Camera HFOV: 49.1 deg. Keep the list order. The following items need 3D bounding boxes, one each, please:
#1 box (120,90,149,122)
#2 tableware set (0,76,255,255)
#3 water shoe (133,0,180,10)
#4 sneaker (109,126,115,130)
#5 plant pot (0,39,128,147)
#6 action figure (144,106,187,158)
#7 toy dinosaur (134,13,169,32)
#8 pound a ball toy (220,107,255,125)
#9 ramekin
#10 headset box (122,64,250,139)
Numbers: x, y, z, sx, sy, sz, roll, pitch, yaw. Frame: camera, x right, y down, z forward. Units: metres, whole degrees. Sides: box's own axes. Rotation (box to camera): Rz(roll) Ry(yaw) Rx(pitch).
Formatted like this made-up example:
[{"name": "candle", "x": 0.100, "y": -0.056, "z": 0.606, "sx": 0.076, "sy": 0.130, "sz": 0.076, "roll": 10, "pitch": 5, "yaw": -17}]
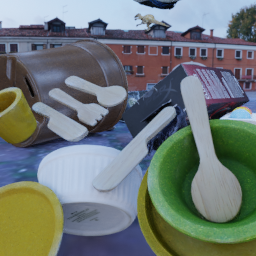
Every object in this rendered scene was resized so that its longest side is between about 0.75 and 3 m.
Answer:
[{"name": "box", "x": 0.675, "y": -0.941, "z": 10.935, "sx": 2.458, "sy": 1.058, "sz": 2.013, "roll": -7, "pitch": 8, "yaw": -16}, {"name": "tableware set", "x": -0.319, "y": 0.334, "z": 1.544, "sx": 1.819, "sy": 0.414, "sz": 2.701, "roll": -44, "pitch": 46, "yaw": -21}, {"name": "water shoe", "x": 0.575, "y": -1.998, "z": 4.052, "sx": 0.538, "sy": 0.487, "sz": 1.362, "roll": 11, "pitch": 15, "yaw": -35}, {"name": "sneaker", "x": -0.687, "y": -0.171, "z": 8.407, "sx": 0.384, "sy": 0.421, "sz": 1.028, "roll": -4, "pitch": 8, "yaw": -26}, {"name": "plant pot", "x": -1.699, "y": -0.783, "z": 6.478, "sx": 2.484, "sy": 2.484, "sz": 2.459, "roll": 5, "pitch": 17, "yaw": 34}, {"name": "action figure", "x": 0.758, "y": 0.503, "z": 2.300, "sx": 1.437, "sy": 0.733, "sz": 0.854, "roll": 36, "pitch": -30, "yaw": -9}, {"name": "toy dinosaur", "x": 0.637, "y": -3.261, "z": 8.537, "sx": 1.186, "sy": 0.600, "sz": 0.345, "roll": 26, "pitch": -26, "yaw": 17}, {"name": "pound a ball toy", "x": 2.310, "y": 0.054, "z": 5.059, "sx": 1.332, "sy": 0.868, "sz": 2.043, "roll": 3, "pitch": 8, "yaw": 25}, {"name": "ramekin", "x": -0.287, "y": 0.517, "z": 2.114, "sx": 0.829, "sy": 0.829, "sz": 0.386, "roll": 0, "pitch": 51, "yaw": -1}, {"name": "headset box", "x": 1.144, "y": -0.417, "z": 5.735, "sx": 2.317, "sy": 0.869, "sz": 1.722, "roll": -8, "pitch": -23, "yaw": -48}]
